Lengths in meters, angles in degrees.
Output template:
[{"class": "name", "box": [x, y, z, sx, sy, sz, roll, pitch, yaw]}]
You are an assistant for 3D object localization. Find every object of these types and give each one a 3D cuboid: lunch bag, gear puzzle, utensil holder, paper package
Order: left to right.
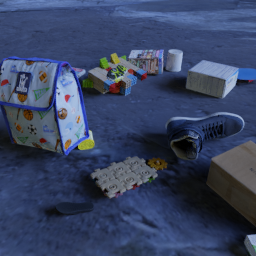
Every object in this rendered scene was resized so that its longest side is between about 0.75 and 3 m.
[{"class": "lunch bag", "box": [-2.861, -0.806, 9.210, 2.507, 2.949, 1.826, 10, 30, 22]}, {"class": "gear puzzle", "box": [0.149, 1.435, 8.803, 2.518, 0.330, 1.304, -18, 35, -30]}, {"class": "utensil holder", "box": [2.662, -3.883, 16.100, 0.886, 1.043, 0.886, 3, 33, -2]}, {"class": "paper package", "box": [3.599, 1.496, 8.007, 1.893, 1.027, 1.986, -18, 37, -25]}]

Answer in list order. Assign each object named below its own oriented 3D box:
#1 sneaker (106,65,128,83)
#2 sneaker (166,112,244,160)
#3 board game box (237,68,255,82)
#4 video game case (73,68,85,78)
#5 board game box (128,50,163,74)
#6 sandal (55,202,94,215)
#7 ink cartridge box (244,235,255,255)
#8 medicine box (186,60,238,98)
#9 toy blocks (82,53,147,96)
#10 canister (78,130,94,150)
[{"class": "sneaker", "box": [-0.394, -1.826, 9.937, 0.522, 0.529, 1.385, 30, 29, 7]}, {"class": "sneaker", "box": [2.715, 0.285, 9.628, 2.791, 1.061, 2.016, -5, 22, 9]}, {"class": "board game box", "box": [6.327, -2.749, 15.065, 1.512, 0.373, 1.914, -6, 28, -1]}, {"class": "video game case", "box": [-3.729, -2.771, 15.193, 1.801, 0.220, 2.520, 14, 36, 20]}, {"class": "board game box", "box": [1.037, -3.783, 15.967, 1.908, 0.924, 1.521, 2, 33, 10]}, {"class": "sandal", "box": [-1.457, 2.234, 7.652, 1.041, 0.249, 0.391, 5, 31, -16]}, {"class": "ink cartridge box", "box": [3.257, 2.825, 6.634, 0.752, 0.316, 0.547, -3, 34, -5]}, {"class": "medicine box", "box": [4.210, -2.490, 14.030, 1.982, 1.020, 1.805, 23, 39, 29]}, {"class": "toy blocks", "box": [-0.470, -2.442, 13.868, 2.020, 1.477, 2.955, 36, 50, 27]}, {"class": "canister", "box": [-1.558, 0.420, 10.261, 0.576, 0.336, 0.776, -8, 33, -8]}]
